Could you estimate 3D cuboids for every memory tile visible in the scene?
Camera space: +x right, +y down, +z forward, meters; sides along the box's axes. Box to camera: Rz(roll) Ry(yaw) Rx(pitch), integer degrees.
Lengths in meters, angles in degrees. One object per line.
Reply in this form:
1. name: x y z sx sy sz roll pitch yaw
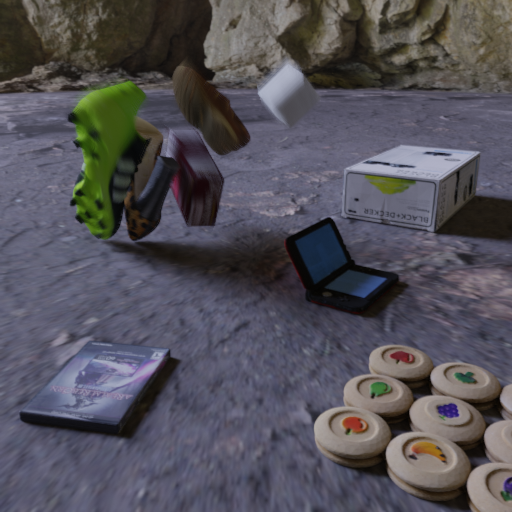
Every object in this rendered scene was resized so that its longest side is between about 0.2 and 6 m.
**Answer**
1. memory tile: 2.068 1.587 5.051 2.741 0.230 2.101 13 24 30

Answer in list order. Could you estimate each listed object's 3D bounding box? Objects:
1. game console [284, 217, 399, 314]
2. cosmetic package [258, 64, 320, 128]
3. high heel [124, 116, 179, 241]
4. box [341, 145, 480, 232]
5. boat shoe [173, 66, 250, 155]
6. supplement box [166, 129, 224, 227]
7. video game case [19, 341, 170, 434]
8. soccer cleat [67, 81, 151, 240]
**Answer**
1. game console: 1.281 0.085 8.144 1.264 0.870 1.466 13 25 32
2. cosmetic package: 0.592 -2.886 10.110 0.771 0.645 0.641 -42 43 7
3. high heel: -2.316 -1.518 10.437 0.873 1.742 2.444 8 33 -38
4. box: 3.532 -1.613 12.396 2.043 1.053 3.503 13 25 31
5. boat shoe: -0.843 -2.685 10.292 0.674 0.718 1.995 -21 68 -40
6. supplement box: -1.201 -1.495 10.489 0.579 1.035 1.901 -2 39 -22
7. video game case: -1.624 1.324 5.899 1.019 0.135 1.427 4 20 11
8. soccer cleat: -2.361 -1.430 9.286 1.065 3.154 1.278 40 53 13
